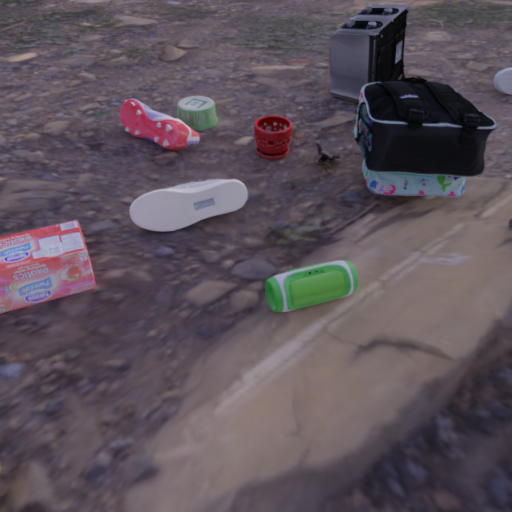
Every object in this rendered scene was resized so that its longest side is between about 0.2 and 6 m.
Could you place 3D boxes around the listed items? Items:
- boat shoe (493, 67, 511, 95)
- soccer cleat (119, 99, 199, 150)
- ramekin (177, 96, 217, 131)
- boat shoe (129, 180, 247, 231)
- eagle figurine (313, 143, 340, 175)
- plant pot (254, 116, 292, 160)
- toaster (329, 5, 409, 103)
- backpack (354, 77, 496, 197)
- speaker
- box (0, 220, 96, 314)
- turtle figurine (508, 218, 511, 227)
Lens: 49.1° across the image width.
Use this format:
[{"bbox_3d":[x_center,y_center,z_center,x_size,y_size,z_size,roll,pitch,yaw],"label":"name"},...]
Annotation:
[{"bbox_3d":[6.913,-4.734,15.046,1.875,0.676,0.665,-10,30,-29],"label":"boat shoe"},{"bbox_3d":[-2.280,-2.988,12.819,0.893,0.779,2.335,-4,28,-47],"label":"soccer cleat"},{"bbox_3d":[-1.437,-3.447,13.460,1.000,0.488,1.000,0,39,0],"label":"ramekin"},{"bbox_3d":[-1.256,-1.020,10.314,2.148,0.773,0.736,-19,17,-10],"label":"boat shoe"},{"bbox_3d":[1.447,-2.086,11.823,0.526,0.529,0.697,-2,39,31],"label":"eagle figurine"},{"bbox_3d":[0.364,-2.533,12.122,0.813,0.741,0.813,0,38,0],"label":"plant pot"},{"bbox_3d":[2.933,-5.128,14.411,1.329,2.240,2.026,22,51,29],"label":"toaster"},{"bbox_3d":[3.074,-2.387,10.891,2.368,2.008,2.668,1,39,-3],"label":"backpack"},{"bbox_3d":[0.843,0.456,8.525,1.347,0.596,0.596,-12,40,-15],"label":"speaker"},{"bbox_3d":[-3.479,0.184,8.667,1.734,0.821,0.890,-16,41,-19],"label":"box"},{"bbox_3d":[4.805,-0.436,9.813,0.613,0.412,0.819,-3,33,-4],"label":"turtle figurine"}]
